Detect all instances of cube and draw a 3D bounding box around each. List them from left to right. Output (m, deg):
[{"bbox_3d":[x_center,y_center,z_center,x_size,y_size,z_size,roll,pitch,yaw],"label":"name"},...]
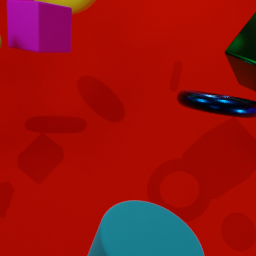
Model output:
[{"bbox_3d":[-1.613,-1.848,5.154,0.815,0.815,0.815,16,21,29],"label":"cube"},{"bbox_3d":[2.978,-1.446,5.535,1.311,1.311,1.311,-52,50,2],"label":"cube"}]

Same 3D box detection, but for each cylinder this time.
[{"bbox_3d":[0.072,1.318,2.533,0.934,0.934,0.934,17,24,-8],"label":"cylinder"}]

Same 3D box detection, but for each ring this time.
[{"bbox_3d":[-1.265,-3.052,5.342,1.671,1.671,0.334,1,30,0],"label":"ring"},{"bbox_3d":[1.690,-0.470,5.271,1.546,1.546,0.309,10,101,5],"label":"ring"}]

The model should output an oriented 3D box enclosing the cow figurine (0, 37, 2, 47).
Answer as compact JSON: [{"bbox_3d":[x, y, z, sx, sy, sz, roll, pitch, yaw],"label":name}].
[{"bbox_3d":[-2.806,-1.355,4.335,1.506,1.482,0.827,-20,106,-26],"label":"cow figurine"}]
